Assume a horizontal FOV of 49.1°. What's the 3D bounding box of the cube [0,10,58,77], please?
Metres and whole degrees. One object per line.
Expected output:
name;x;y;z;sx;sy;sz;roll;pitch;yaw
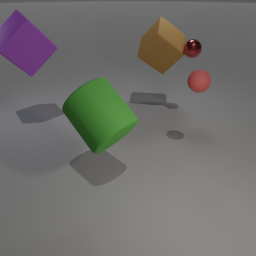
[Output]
cube;-3.605;-2.938;9.722;1.400;1.400;1.400;-47;48;2

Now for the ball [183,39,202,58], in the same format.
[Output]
ball;2.488;-3.061;10.809;0.700;0.700;0.700;0;28;0

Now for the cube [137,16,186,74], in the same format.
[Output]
cube;1.417;-3.437;11.734;1.400;1.400;1.400;29;48;-22

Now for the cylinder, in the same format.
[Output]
cylinder;-0.695;-0.303;7.070;1.400;1.400;1.400;-29;79;-43

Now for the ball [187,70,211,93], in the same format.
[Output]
ball;2.188;-1.441;8.612;0.700;0.700;0.700;0;28;0
